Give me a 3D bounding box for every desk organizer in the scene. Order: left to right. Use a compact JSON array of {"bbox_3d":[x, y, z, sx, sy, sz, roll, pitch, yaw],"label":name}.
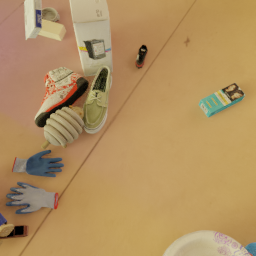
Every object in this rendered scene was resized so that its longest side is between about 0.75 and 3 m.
[{"bbox_3d":[-3.701,3.306,8.905,0.943,0.363,0.338,-5,65,-2],"label":"desk organizer"}]

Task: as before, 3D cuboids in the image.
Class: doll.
[{"bbox_3d":[-5.010,2.674,8.911,2.840,0.688,1.938,35,85,20],"label":"doll"}]

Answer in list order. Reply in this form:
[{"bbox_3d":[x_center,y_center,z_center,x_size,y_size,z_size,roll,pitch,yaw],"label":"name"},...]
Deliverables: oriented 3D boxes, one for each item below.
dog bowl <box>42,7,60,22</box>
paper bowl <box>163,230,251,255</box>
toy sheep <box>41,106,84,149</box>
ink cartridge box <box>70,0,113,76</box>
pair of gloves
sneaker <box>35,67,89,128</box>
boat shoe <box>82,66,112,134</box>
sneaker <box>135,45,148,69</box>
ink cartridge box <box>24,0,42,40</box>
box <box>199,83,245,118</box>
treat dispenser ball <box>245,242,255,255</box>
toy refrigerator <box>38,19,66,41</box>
[{"bbox_3d":[-3.635,-5.100,12.802,0.986,0.289,0.986,0,66,-1],"label":"dog bowl"},{"bbox_3d":[2.178,4.356,7.836,2.729,1.419,2.729,0,66,0],"label":"paper bowl"},{"bbox_3d":[-2.281,0.013,9.893,1.366,1.366,1.981,31,69,13],"label":"toy sheep"},{"bbox_3d":[-1.388,-3.749,10.680,1.282,2.995,2.211,-10,66,-5],"label":"ink cartridge box"},{"bbox_3d":[-3.183,1.816,9.662,1.819,0.258,2.263,3,66,-1],"label":"pair of gloves"},{"bbox_3d":[-2.878,-1.257,10.730,1.416,0.882,2.642,35,67,16],"label":"sneaker"},{"bbox_3d":[-1.204,-1.144,10.673,0.984,0.848,2.732,7,66,3],"label":"boat shoe"},{"bbox_3d":[0.567,-3.021,11.713,0.391,0.540,1.106,15,68,4],"label":"sneaker"},{"bbox_3d":[-2.732,-3.273,8.065,0.266,1.230,1.207,-2,90,-29],"label":"ink cartridge box"},{"bbox_3d":[3.652,-1.092,10.895,1.666,0.410,0.686,-27,68,-12],"label":"box"},{"bbox_3d":[3.881,3.901,8.350,0.907,0.907,0.907,0,65,0],"label":"treat dispenser ball"},{"bbox_3d":[-3.532,-4.353,12.353,1.443,0.505,0.548,17,73,8],"label":"toy refrigerator"}]
